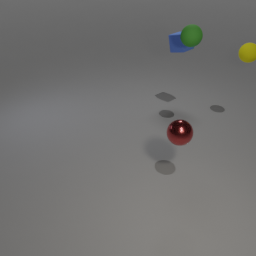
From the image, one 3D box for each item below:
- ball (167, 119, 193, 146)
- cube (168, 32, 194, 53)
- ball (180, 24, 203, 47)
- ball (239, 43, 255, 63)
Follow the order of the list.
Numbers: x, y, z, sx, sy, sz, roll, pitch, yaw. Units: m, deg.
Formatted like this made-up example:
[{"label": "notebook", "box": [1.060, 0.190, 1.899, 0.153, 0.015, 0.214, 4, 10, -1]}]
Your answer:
[{"label": "ball", "box": [1.373, 0.121, 7.411, 0.700, 0.700, 0.700, 0, 30, 0]}, {"label": "cube", "box": [2.141, -3.454, 11.230, 0.700, 0.700, 0.700, -28, 28, -34]}, {"label": "ball", "box": [2.033, -2.951, 8.968, 0.700, 0.700, 0.700, 0, 30, 0]}, {"label": "ball", "box": [4.378, -2.724, 10.141, 0.700, 0.700, 0.700, 0, 30, 0]}]
